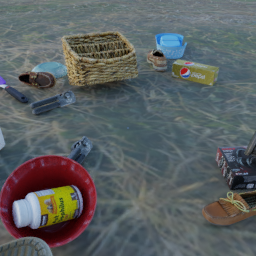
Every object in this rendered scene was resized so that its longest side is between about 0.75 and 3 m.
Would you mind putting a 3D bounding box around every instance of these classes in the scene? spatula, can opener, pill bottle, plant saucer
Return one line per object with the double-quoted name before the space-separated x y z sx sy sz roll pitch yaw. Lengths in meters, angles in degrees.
"spatula" -4.434 -1.434 10.029 2.877 0.296 0.813 26 42 34
"can opener" -1.287 0.694 6.737 0.464 0.371 1.389 -21 22 31
"pill bottle" -1.371 1.364 4.824 1.082 0.591 0.591 -4 29 -38
"plant saucer" -3.258 -2.462 11.642 1.593 0.307 1.593 1 32 0
"can opener" -2.424 -0.809 9.081 1.536 0.410 0.514 -24 7 -31

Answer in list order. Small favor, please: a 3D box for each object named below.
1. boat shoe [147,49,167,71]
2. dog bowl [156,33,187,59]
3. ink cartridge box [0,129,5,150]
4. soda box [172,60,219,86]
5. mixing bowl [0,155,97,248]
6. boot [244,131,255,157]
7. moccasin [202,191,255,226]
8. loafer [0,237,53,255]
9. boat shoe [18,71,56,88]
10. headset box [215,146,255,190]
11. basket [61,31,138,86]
"boat shoe" 1.301 -3.122 12.303 0.728 0.690 1.922 -7 33 -11
"dog bowl" 2.078 -4.083 13.887 1.410 0.627 2.530 1 33 2
"ink cartridge box" -4.099 0.252 6.289 1.416 1.442 1.958 9 33 15
"soda box" 2.605 -2.181 10.927 1.713 0.580 0.548 19 37 27
"mixing bowl" -1.357 1.336 4.929 1.541 0.835 1.541 6 60 -10
"boot" 3.657 0.655 5.695 2.311 0.800 2.012 6 21 -47
"moccasin" 2.073 1.449 5.238 1.441 0.556 0.527 -5 33 -8
"loafer" -2.170 2.299 3.630 2.743 0.937 1.038 -16 35 4
"boat shoe" -3.327 -1.741 10.181 1.702 0.599 0.599 11 21 38
"headset box" 2.545 0.837 6.318 0.841 0.437 1.130 -1 34 -2
"basket" -0.926 -2.533 9.894 2.418 1.801 1.726 -13 15 -25
